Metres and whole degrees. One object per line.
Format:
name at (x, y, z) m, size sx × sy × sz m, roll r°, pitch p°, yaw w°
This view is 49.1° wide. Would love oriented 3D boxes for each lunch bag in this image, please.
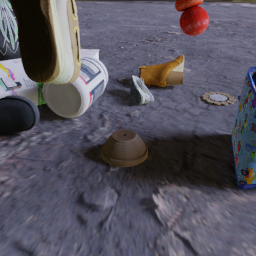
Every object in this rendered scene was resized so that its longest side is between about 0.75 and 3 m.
lunch bag at (2.651, -0.157, 5.808) m, size 1.101 × 1.762 × 2.340 m, roll 2°, pitch 29°, yaw 3°

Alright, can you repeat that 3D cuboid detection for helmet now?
helmet at (-5.469, -4.254, 12.461) m, size 2.913 × 2.913 × 2.778 m, roll -16°, pitch 16°, yaw -26°

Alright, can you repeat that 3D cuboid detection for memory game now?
memory game at (2.906, -0.953, 9.000) m, size 1.056 × 0.067 × 1.056 m, roll 0°, pitch 30°, yaw 0°

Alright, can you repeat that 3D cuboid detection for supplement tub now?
supplement tub at (-1.459, -1.263, 8.224) m, size 1.353 × 1.353 × 1.928 m, roll 8°, pitch 30°, yaw 14°

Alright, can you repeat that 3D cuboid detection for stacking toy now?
stacking toy at (0.853, -2.228, 4.239) m, size 0.698 × 1.636 × 0.698 m, roll -18°, pitch 9°, yaw 3°

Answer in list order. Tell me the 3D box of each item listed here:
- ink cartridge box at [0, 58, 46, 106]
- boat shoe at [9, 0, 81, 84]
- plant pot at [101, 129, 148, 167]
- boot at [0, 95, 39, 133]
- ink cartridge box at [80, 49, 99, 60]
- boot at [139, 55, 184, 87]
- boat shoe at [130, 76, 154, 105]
ink cartridge box at (-3.459, -1.279, 8.332) m, size 1.950 × 0.819 × 1.412 m, roll -18°, pitch 58°, yaw -30°
boat shoe at (-1.101, -1.645, 3.889) m, size 0.810 × 2.190 × 0.727 m, roll -7°, pitch -5°, yaw 25°
plant pot at (-0.078, 0.360, 6.200) m, size 1.065 × 0.492 × 1.065 m, roll 1°, pitch 30°, yaw 0°
boot at (-3.675, 0.182, 5.979) m, size 2.375 × 0.946 × 2.882 m, roll 0°, pitch 23°, yaw 22°
ink cartridge box at (-1.842, -2.853, 11.877) m, size 1.032 × 0.598 × 1.771 m, roll 4°, pitch 31°, yaw 7°
boot at (1.259, -2.241, 10.560) m, size 1.652 × 0.812 × 2.307 m, roll 5°, pitch 34°, yaw 9°
boat shoe at (0.402, -1.239, 9.066) m, size 0.484 × 0.557 × 1.510 m, roll -1°, pitch 32°, yaw -15°
